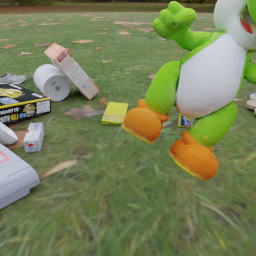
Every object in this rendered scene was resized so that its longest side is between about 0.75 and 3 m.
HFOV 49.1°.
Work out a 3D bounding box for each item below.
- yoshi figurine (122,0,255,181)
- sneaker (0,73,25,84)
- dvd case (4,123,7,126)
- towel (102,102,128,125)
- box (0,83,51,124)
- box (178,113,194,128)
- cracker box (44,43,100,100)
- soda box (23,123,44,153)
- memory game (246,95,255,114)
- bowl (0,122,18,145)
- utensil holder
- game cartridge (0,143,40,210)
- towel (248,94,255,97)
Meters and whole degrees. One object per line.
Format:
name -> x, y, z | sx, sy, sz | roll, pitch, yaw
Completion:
yoshi figurine -> 1.109, -0.785, 2.914 | 1.480, 2.634, 1.475 | 29, 8, -46
sneaker -> -4.807, -2.034, 11.470 | 1.183, 0.485, 0.442 | -18, 32, -32
dvd case -> -4.495, -0.076, 7.982 | 1.672, 0.147, 1.193 | -23, 34, -37
towel -> -0.382, -0.466, 8.805 | 0.672, 0.141, 1.562 | 7, 26, 2
box -> -3.893, -0.833, 8.812 | 2.347, 0.579, 1.874 | 21, 28, 35
box -> 1.765, -0.522, 8.488 | 0.442, 0.482, 1.375 | 5, 27, 9
cracker box -> -1.957, -1.983, 9.844 | 0.563, 1.950, 1.306 | -44, 38, -4
soda box -> -2.397, 0.225, 7.186 | 0.355, 0.330, 1.039 | -4, 27, -7
memory game -> 5.193, -0.600, 8.875 | 2.696, 0.172, 2.696 | 1, 29, -1
bowl -> -3.263, 0.077, 7.075 | 0.322, 0.861, 0.862 | -51, 38, -9
utensil holder -> -2.723, -1.616, 10.074 | 1.049, 1.049, 1.235 | -15, 33, -26
game cartridge -> -3.388, 0.890, 5.704 | 2.836, 0.580, 1.888 | 22, 38, 37
towel -> 4.896, -1.035, 9.912 | 0.746, 0.121, 1.015 | -10, 28, -21
